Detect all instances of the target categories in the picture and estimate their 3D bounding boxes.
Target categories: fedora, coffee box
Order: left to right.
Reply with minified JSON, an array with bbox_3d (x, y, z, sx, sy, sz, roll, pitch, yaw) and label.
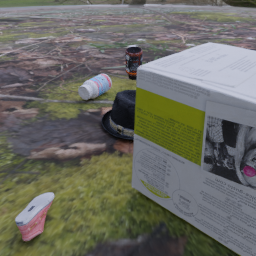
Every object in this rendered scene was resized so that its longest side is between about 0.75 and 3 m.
[{"bbox_3d":[0.218,-0.546,8.556,2.236,1.021,2.236,-1,31,1],"label":"fedora"},{"bbox_3d":[2.014,0.138,5.524,2.812,2.781,2.807,25,37,35],"label":"coffee box"}]

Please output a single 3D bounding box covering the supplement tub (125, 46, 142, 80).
[{"bbox_3d":[0.243,-2.658,11.654,0.702,1.312,0.702,0,42,0],"label":"supplement tub"}]

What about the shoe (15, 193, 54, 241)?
[{"bbox_3d":[-1.691,1.643,5.264,0.354,0.451,0.992,-4,17,20],"label":"shoe"}]

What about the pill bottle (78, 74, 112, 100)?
[{"bbox_3d":[-1.266,-1.561,10.739,0.719,0.719,1.323,17,35,28],"label":"pill bottle"}]

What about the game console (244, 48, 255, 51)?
[{"bbox_3d":[3.613,-1.063,7.798,2.538,2.187,1.506,18,20,32],"label":"game console"}]
